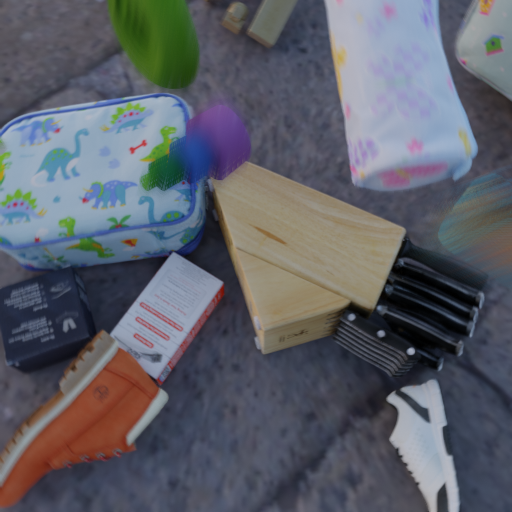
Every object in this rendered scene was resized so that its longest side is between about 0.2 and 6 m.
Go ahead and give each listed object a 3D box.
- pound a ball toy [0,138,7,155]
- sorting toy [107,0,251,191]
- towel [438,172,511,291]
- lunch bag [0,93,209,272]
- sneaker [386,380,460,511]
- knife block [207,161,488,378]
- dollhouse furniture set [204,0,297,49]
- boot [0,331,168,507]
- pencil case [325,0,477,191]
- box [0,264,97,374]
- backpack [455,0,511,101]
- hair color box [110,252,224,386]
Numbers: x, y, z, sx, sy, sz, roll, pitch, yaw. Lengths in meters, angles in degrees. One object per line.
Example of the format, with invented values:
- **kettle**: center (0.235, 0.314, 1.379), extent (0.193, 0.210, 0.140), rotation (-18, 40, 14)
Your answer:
- **pound a ball toy**: center (-3.461, -1.347, 5.792), extent (1.725, 1.125, 0.733), rotation (-36, 71, -17)
- **sorting toy**: center (-1.798, -2.584, 6.152), extent (1.521, 1.531, 4.415), rotation (-34, 98, -22)
- **towel**: center (2.372, 0.242, 4.453), extent (2.013, 2.745, 0.298), rotation (39, 97, 14)
- **lunch bag**: center (-2.212, -1.096, 8.138), extent (2.955, 1.218, 2.375), rotation (-9, 68, 1)
- **sneaker**: center (2.084, 2.519, 6.974), extent (0.741, 0.683, 1.853), rotation (-10, 61, 12)
- **knife block**: center (1.298, -0.030, 7.756), extent (3.204, 1.168, 3.649), rotation (-16, 66, -8)
- **dollhouse furniture set**: center (-0.145, -4.680, 10.254), extent (1.477, 1.204, 1.405), rotation (28, 89, -13)
- **boot**: center (-2.221, 2.276, 6.872), extent (1.325, 0.927, 2.471), rotation (43, 88, -13)
- **pencil case**: center (1.255, -1.798, 5.092), extent (1.092, 1.001, 2.407), rotation (-7, 83, 2)
- **box**: center (-2.843, 0.867, 7.627), extent (1.087, 0.649, 1.106), rotation (-19, 67, -8)
- **backpack**: center (4.896, -3.371, 7.854), extent (2.688, 3.082, 3.507), rotation (-29, 61, -35)
- **hair color box**: center (-1.231, 0.852, 7.720), extent (0.881, 0.508, 1.588), rotation (31, 68, 11)
